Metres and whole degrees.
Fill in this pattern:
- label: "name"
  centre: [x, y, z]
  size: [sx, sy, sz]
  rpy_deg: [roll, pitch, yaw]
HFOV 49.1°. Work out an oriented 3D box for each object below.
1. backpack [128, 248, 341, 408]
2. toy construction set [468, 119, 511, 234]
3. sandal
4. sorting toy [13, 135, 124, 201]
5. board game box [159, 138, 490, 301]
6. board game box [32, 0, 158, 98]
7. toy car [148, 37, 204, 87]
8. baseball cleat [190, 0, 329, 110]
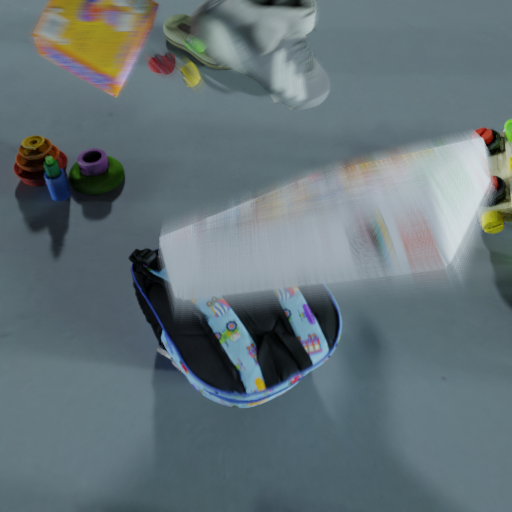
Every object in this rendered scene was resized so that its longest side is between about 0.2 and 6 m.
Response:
- label: "backpack"
  centre: [-0.196, 0.886, 7.739]
  size: [2.407, 1.774, 2.637]
  rpy_deg: [-24, 54, -20]
- label: "toy construction set"
  centre: [5.165, -1.353, 9.774]
  size: [2.600, 1.827, 3.966]
  rpy_deg: [-8, 35, 26]
- label: "sandal"
  centre: [-1.165, -5.640, 14.287]
  size: [3.379, 0.964, 1.342]
  rpy_deg: [31, 55, 26]
- label: "sorting toy"
  centre: [-3.717, -1.817, 10.829]
  size: [2.172, 0.891, 1.305]
  rpy_deg: [4, 47, 3]
- label: "board game box"
  centre: [1.076, -0.544, 6.101]
  size: [2.447, 0.671, 3.877]
  rpy_deg: [-9, 12, 28]
- label: "board game box"
  centre: [-2.264, -3.195, 7.976]
  size: [1.226, 1.226, 1.227]
  rpy_deg: [27, 88, -16]
- label: "toy car"
  centre: [-1.184, -3.546, 9.923]
  size: [1.205, 1.134, 0.269]
  rpy_deg: [4, 43, -55]
- label: "baseball cleat"
  centre: [0.506, -3.078, 8.370]
  size: [3.054, 1.625, 1.065]
  rpy_deg: [4, 72, -49]
